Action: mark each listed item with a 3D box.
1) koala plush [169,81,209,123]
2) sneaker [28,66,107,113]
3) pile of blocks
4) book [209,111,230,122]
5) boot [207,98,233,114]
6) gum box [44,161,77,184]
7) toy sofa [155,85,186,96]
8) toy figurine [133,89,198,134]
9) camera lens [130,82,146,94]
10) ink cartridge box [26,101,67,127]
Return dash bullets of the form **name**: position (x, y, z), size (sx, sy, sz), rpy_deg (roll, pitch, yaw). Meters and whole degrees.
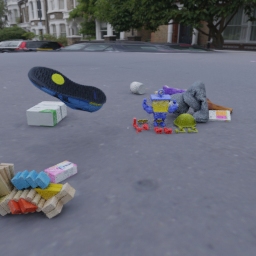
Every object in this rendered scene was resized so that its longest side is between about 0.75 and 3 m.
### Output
- **koala plush**: position (2.574, -1.168, 12.644), size (1.906, 1.752, 1.690), rpy_deg (-7, 17, 18)
- **sneaker**: position (-2.101, -1.119, 9.408), size (2.757, 0.909, 1.081), rpy_deg (19, -38, -34)
- **pile of blocks**: position (-2.499, 1.415, 6.078), size (2.566, 1.053, 0.797), rpy_deg (0, 20, 0)
- **book**: position (4.072, -0.532, 12.485), size (0.892, 0.214, 0.596), rpy_deg (4, 41, 10)
- **boot**: position (4.383, -1.095, 13.802), size (1.523, 0.521, 1.433), rpy_deg (11, 17, 20)
- **gum box**: position (-1.843, 1.205, 7.789), size (0.463, 0.270, 0.815), rpy_deg (16, 25, 37)
- **toy sofa**: position (2.277, -1.697, 14.940), size (0.729, 0.859, 1.759), rpy_deg (-17, 26, -38)
- **toy figurine**: position (1.520, -0.746, 11.236), size (2.658, 1.593, 1.402), rpy_deg (0, 20, 1)
- **camera lens**: position (0.581, -2.468, 17.283), size (0.680, 0.680, 0.851), rpy_deg (-15, 25, -36)
- **ink cartridge box**: position (-3.515, -0.650, 12.297), size (1.185, 0.671, 1.616), rpy_deg (3, 20, 9)
